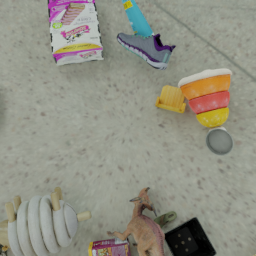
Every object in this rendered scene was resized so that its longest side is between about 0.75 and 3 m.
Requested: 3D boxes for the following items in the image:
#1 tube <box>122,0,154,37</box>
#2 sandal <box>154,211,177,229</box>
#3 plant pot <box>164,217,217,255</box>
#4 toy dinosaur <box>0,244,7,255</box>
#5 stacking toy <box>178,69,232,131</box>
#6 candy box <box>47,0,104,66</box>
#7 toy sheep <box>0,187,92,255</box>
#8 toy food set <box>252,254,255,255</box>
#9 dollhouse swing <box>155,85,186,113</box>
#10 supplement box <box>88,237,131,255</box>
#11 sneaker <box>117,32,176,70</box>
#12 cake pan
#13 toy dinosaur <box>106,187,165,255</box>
[{"bbox_3d":[0.366,-4.163,10.806,0.755,1.161,2.998,-31,110,-2],"label":"tube"},{"bbox_3d":[1.217,3.057,9.357,0.932,0.266,0.370,-31,73,-11],"label":"sandal"},{"bbox_3d":[1.818,3.606,8.734,1.198,1.065,1.201,-26,71,-9],"label":"plant pot"},{"bbox_3d":[-4.140,3.828,9.054,0.822,0.317,0.421,41,81,16],"label":"toy dinosaur"},{"bbox_3d":[3.015,-0.697,10.254,1.948,1.948,2.666,-11,90,-4],"label":"stacking toy"},{"bbox_3d":[-2.199,-4.184,11.675,2.017,0.902,2.957,-9,71,-4],"label":"candy box"},{"bbox_3d":[-2.573,2.923,8.554,2.905,2.003,2.003,-11,70,-2],"label":"toy sheep"},{"bbox_3d":[4.528,5.267,8.299,2.942,0.723,2.972,-13,71,-4],"label":"toy food set"},{"bbox_3d":[1.683,-1.155,10.602,1.089,0.989,0.957,16,91,6],"label":"dollhouse swing"},{"bbox_3d":[-0.553,3.954,8.718,1.257,0.649,0.823,-7,88,-3],"label":"supplement box"},{"bbox_3d":[0.672,-3.148,10.361,2.437,0.907,1.067,39,117,22],"label":"sneaker"},{"bbox_3d":[2.856,0.422,8.708,0.895,0.895,0.164,48,39,15],"label":"cake pan"},{"bbox_3d":[0.575,3.077,8.472,2.693,1.156,1.825,42,103,45],"label":"toy dinosaur"}]
